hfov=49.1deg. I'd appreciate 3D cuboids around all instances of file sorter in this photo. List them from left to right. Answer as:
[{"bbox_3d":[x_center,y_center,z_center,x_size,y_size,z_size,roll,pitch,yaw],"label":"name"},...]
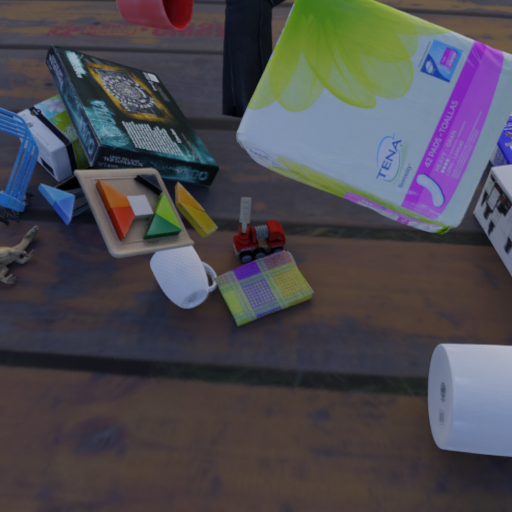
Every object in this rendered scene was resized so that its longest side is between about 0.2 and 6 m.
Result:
[{"bbox_3d":[-4.529,-1.651,9.225,1.559,2.246,1.378,19,85,-17],"label":"file sorter"}]

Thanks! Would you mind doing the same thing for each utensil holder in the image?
[{"bbox_3d":[3.841,2.195,8.600,2.035,1.729,1.729,4,50,5],"label":"utensil holder"}]

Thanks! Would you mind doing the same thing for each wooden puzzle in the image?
[{"bbox_3d":[-1.887,-0.782,8.980,2.699,0.316,1.821,-21,72,-49],"label":"wooden puzzle"}]

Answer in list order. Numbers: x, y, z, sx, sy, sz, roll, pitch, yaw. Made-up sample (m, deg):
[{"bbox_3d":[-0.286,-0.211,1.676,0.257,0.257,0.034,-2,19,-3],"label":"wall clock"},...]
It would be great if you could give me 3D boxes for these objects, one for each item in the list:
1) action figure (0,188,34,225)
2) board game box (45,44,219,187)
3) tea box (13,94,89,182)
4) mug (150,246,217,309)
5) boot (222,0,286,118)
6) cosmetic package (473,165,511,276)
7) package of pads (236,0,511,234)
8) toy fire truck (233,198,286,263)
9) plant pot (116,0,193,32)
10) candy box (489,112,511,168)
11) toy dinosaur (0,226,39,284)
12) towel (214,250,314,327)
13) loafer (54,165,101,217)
[{"bbox_3d":[-5.255,-1.201,12.236,0.623,0.535,1.049,-4,51,11],"label":"action figure"},{"bbox_3d":[-2.970,-3.317,13.069,2.919,0.608,4.315,4,41,-39],"label":"board game box"},{"bbox_3d":[-4.523,-2.832,13.161,1.532,1.024,1.507,41,60,19],"label":"tea box"},{"bbox_3d":[-1.274,0.411,10.725,1.223,0.903,1.073,-2,49,-43],"label":"mug"},{"bbox_3d":[0.201,-4.252,11.178,0.955,2.911,2.399,7,17,43],"label":"boot"},{"bbox_3d":[5.409,-0.184,10.842,0.837,1.364,3.305,-10,50,-5],"label":"cosmetic package"},{"bbox_3d":[2.082,-2.492,9.850,4.183,1.427,3.232,25,91,7],"label":"package of pads"},{"bbox_3d":[0.037,-0.555,11.255,1.029,1.169,0.752,-11,51,-8],"label":"toy fire truck"},{"bbox_3d":[-1.952,-4.883,10.624,1.105,1.249,1.249,7,49,21],"label":"plant pot"},{"bbox_3d":[6.355,-2.648,13.302,1.628,0.742,1.926,-4,51,-2],"label":"candy box"},{"bbox_3d":[-5.211,0.123,11.206,2.129,0.620,1.077,-28,39,-30],"label":"toy dinosaur"},{"bbox_3d":[0.172,0.604,10.870,1.686,0.192,1.211,-20,59,-16],"label":"towel"},{"bbox_3d":[-3.566,-1.756,12.559,0.825,0.722,2.295,28,55,22],"label":"loafer"}]
